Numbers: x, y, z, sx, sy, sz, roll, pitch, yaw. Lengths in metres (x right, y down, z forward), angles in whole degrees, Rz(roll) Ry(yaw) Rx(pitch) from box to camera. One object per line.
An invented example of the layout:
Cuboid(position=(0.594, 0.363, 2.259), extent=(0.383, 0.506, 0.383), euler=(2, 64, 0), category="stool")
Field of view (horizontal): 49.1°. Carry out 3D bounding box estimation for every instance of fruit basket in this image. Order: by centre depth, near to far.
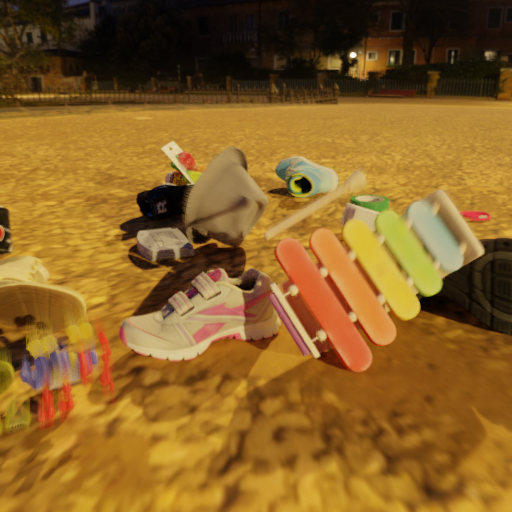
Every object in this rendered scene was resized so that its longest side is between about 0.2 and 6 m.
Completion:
Cuboid(position=(-1.597, -1.971, 13.474), extent=(1.728, 0.810, 1.600), euler=(43, 14, -12), category="fruit basket")

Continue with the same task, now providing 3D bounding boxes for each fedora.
Cuboid(position=(-0.413, -0.860, 10.098), extent=(0.931, 2.062, 1.824), euler=(33, 64, 12), category="fedora")

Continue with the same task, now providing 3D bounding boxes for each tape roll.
Cuboid(position=(2.719, -1.266, 13.438), extent=(0.931, 0.224, 0.931), euler=(0, 18, 0), category="tape roll")

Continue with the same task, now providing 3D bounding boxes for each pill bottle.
Cuboid(position=(-1.862, -1.903, 14.663), extent=(1.146, 0.626, 0.626), euler=(16, 25, 40), category="pill bottle")

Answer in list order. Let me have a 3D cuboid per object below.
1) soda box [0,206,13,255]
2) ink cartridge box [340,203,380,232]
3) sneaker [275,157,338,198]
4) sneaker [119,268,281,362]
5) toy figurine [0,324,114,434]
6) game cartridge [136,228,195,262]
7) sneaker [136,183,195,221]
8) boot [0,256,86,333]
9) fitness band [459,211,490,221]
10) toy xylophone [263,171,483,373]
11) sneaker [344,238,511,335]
Cuboid(position=(-5.500, -0.669, 10.678), extent=(0.784, 0.876, 2.476), euler=(-14, 24, -41), category="soda box")
Cuboid(position=(2.132, -0.645, 10.727), extent=(0.811, 0.470, 1.120), euler=(17, 9, -3), category="ink cartridge box")
Cuboid(position=(1.015, -2.107, 14.851), extent=(2.024, 0.805, 1.321), euler=(20, 28, 40), category="sneaker")
Cuboid(position=(-0.666, 0.621, 6.884), extent=(2.088, 0.921, 0.850), euler=(-11, 22, -29), category="sneaker")
Cuboid(position=(-2.107, 1.300, 5.743), extent=(1.426, 0.752, 0.854), euler=(-21, -14, -10), category="toy figurine")
Cuboid(position=(-1.737, -0.216, 10.379), extent=(0.896, 0.272, 1.344), euler=(-3, 19, -21), category="game cartridge")
Cuboid(position=(-1.655, -1.121, 12.312), extent=(2.255, 0.824, 1.261), euler=(2, 21, 32), category="sneaker")
Cuboid(position=(-3.105, 0.478, 7.770), extent=(1.871, 0.681, 1.454), euler=(-1, 18, 4), category="boot")
Cuboid(position=(4.902, -0.898, 12.553), extent=(0.668, 0.125, 0.480), euler=(1, 16, 0), category="fitness band")
Cuboid(position=(1.249, 0.040, 6.824), extent=(2.727, 1.997, 0.685), euler=(-37, -8, -18), category="toy xylophone")
Cuboid(position=(2.935, 0.186, 7.834), extent=(3.346, 1.270, 1.519), euler=(13, 15, 26), category="sneaker")
